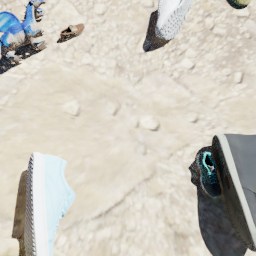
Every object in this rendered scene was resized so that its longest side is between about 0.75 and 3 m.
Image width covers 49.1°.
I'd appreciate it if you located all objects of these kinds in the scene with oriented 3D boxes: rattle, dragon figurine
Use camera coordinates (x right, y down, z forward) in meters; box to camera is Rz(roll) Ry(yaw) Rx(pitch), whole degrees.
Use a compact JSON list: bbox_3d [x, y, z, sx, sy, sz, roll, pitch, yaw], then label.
[{"bbox_3d":[-2.521,2.960,5.291,2.806,1.827,2.004,12,96,9],"label":"rattle"},{"bbox_3d":[-3.388,-2.720,8.100,2.975,0.876,1.479,-39,71,-17],"label":"dragon figurine"}]

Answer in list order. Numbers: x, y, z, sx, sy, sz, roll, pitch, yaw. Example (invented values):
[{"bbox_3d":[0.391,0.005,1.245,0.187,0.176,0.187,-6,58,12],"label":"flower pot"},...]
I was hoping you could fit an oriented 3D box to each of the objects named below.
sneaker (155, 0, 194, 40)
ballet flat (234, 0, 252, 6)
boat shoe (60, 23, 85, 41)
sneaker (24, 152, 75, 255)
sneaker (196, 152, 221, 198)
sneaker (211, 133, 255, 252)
[{"bbox_3d":[1.270,-3.567,8.622,0.897,0.851,2.229,20,62,22],"label":"sneaker"},{"bbox_3d":[3.973,-5.166,9.252,0.873,0.873,2.469,16,67,7],"label":"ballet flat"},{"bbox_3d":[-1.686,-2.968,8.524,0.859,0.308,0.325,-38,71,-16],"label":"boat shoe"},{"bbox_3d":[-1.574,1.662,5.935,1.049,0.946,2.560,8,55,-27],"label":"sneaker"},{"bbox_3d":[1.907,1.060,6.563,0.433,0.509,1.117,-13,67,-6],"label":"sneaker"},{"bbox_3d":[2.900,1.243,6.196,1.407,0.990,2.648,-7,64,-1],"label":"sneaker"}]
